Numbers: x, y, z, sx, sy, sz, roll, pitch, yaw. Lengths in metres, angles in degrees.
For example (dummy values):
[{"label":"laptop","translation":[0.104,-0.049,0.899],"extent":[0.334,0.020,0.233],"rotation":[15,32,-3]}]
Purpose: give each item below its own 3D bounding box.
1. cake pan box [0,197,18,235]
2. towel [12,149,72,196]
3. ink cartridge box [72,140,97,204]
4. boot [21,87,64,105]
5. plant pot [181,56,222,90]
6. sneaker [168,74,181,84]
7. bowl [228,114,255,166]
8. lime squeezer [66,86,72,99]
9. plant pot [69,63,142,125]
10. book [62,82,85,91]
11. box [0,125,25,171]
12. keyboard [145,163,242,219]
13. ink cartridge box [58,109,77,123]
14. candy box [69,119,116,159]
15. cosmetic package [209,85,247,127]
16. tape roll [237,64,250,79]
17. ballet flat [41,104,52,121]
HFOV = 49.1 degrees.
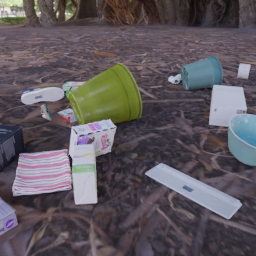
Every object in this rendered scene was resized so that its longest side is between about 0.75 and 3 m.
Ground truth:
[{"label":"cake pan box","translation":[-3.843,2.124,6.503],"extent":[1.881,0.492,1.732],"rotation":[19,30,34]},{"label":"towel","translation":[-2.557,1.230,8.484],"extent":[1.601,0.327,2.188],"rotation":[-4,26,-13]},{"label":"ink cartridge box","translation":[-1.201,1.144,7.848],"extent":[0.600,1.043,1.782],"rotation":[-4,27,-7]},{"label":"boot","translation":[-4.352,-1.783,14.216],"extent":[2.086,0.759,0.942],"rotation":[-10,32,-18]},{"label":"plant pot","translation":[4.039,-2.996,15.761],"extent":[1.813,1.852,1.852],"rotation":[-11,27,-5]},{"label":"sneaker","translation":[3.011,-2.926,17.126],"extent":[1.223,0.458,0.609],"rotation":[-20,51,-35]},{"label":"bowl","translation":[4.027,0.489,8.998],"extent":[1.929,1.009,1.929],"rotation":[7,37,-5]},{"label":"lime squeezer","translation":[-2.945,-1.813,14.619],"extent":[0.660,0.353,1.870],"rotation":[-36,38,-12]},{"label":"plant pot","translation":[-1.047,-1.095,11.406],"extent":[2.351,2.442,2.442],"rotation":[-23,32,-17]},{"label":"book","translation":[-2.778,-2.402,16.047],"extent":[1.661,0.399,1.110],"rotation":[1,22,5]},{"label":"box","translation":[-4.501,0.595,9.123],"extent":[1.554,0.928,1.580],"rotation":[6,26,12]},{"label":"keyboard","translation":[1.734,1.675,7.868],"extent":[2.718,0.145,0.765],"rotation":[23,39,39]},{"label":"ink cartridge box","translation":[-2.574,-0.518,12.127],"extent":[0.674,0.322,0.768],"rotation":[-23,34,-39]},{"label":"candy box","translation":[-1.156,0.401,9.130],"extent":[1.378,1.156,0.493],"rotation":[-14,46,-32]},{"label":"cosmetic package","translation":[4.382,-1.019,12.417],"extent":[1.402,1.021,2.758],"rotation":[8,29,16]},{"label":"tape roll","translation":[7.361,-3.594,17.797],"extent":[0.635,0.925,0.925],"rotation":[11,28,22]},{"label":"ballet flat","translation":[-3.135,-0.548,10.648],"extent":[0.268,0.272,0.798],"rotation":[-27,62,-1]}]
